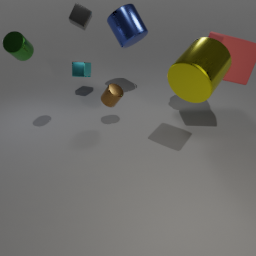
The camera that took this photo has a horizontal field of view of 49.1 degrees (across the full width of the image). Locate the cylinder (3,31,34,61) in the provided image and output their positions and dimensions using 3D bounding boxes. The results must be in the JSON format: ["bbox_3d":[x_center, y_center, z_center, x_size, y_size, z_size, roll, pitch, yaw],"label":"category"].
[{"bbox_3d":[-3.454,-2.573,8.854,0.700,0.700,0.700,4,-8,6],"label":"cylinder"}]

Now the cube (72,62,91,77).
[{"bbox_3d":[-2.279,-2.878,13.786,0.700,0.700,0.700,7,14,20],"label":"cube"}]

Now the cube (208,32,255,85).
[{"bbox_3d":[3.561,-2.507,9.988,1.400,1.400,1.400,10,24,-10],"label":"cube"}]

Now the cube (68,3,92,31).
[{"bbox_3d":[-1.923,-4.503,11.369,0.700,0.700,0.700,27,5,-9],"label":"cube"}]

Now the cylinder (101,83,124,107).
[{"bbox_3d":[-0.634,-1.299,11.170,0.700,0.700,0.700,21,45,-23],"label":"cylinder"}]

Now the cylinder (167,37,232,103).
[{"bbox_3d":[2.090,-1.686,8.201,1.400,1.400,1.400,22,55,31],"label":"cylinder"}]

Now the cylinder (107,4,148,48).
[{"bbox_3d":[-0.018,-4.562,12.601,1.400,1.400,1.400,-29,3,2],"label":"cylinder"}]
